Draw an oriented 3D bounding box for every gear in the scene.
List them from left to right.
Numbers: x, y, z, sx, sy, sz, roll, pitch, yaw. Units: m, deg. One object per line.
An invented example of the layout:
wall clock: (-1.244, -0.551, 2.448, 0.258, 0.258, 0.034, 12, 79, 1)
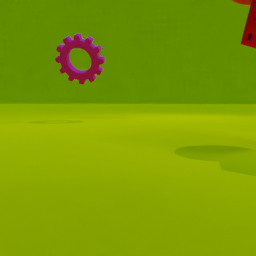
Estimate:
gear: (-1.907, -2.722, 11.165, 1.927, 1.927, 0.356, 1, 30, 10)

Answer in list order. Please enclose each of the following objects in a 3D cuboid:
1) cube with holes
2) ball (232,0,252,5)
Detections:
cube with holes: (2.312, -1.533, 3.934, 0.852, 0.852, 0.852, -13, 33, -27)
ball: (2.329, -2.968, 5.189, 1.258, 1.258, 1.258, 0, 5, 0)
